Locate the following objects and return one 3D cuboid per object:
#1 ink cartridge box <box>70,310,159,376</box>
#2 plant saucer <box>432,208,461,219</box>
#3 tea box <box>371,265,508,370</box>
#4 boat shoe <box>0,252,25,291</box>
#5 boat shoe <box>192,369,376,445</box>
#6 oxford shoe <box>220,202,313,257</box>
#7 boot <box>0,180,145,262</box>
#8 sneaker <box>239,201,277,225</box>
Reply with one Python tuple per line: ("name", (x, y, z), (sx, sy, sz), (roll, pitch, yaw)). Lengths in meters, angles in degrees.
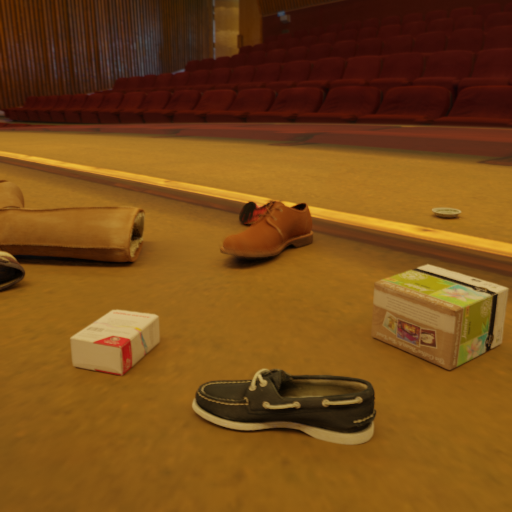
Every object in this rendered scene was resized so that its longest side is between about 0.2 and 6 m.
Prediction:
("ink cartridge box", (-1.790, 1.091, 7.232), (0.739, 0.428, 1.001), (6, 16, 18))
("plant saucer", (5.007, -1.110, 14.764), (0.730, 0.183, 0.730), (0, 18, 0))
("tea box", (2.446, 0.770, 7.542), (1.252, 0.850, 1.273), (-15, 22, -37))
("boat shoe", (-4.842, 0.357, 9.079), (0.698, 0.775, 2.154), (9, 13, 42))
("boat shoe", (0.268, 1.447, 5.822), (1.924, 0.581, 0.728), (3, 17, 9))
("oxford shoe", (0.226, -0.579, 11.558), (1.009, 1.008, 2.829), (11, 19, 33))
("boot", (-4.207, -0.721, 11.974), (3.696, 1.222, 3.236), (-1, 30, 0))
("sneaker", (0.212, -0.925, 13.812), (0.713, 0.606, 1.643), (32, -16, -36))
